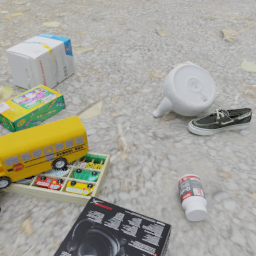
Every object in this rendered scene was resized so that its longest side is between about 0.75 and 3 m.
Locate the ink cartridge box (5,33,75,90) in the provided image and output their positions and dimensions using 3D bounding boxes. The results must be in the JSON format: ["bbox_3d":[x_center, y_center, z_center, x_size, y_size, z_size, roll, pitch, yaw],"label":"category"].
[{"bbox_3d":[-3.603,-2.774,11.807,1.606,1.634,2.220,18,42,21],"label":"ink cartridge box"}]

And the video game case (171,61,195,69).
[{"bbox_3d":[2.744,-2.777,13.031,1.083,0.124,0.985,-21,43,-24],"label":"video game case"}]

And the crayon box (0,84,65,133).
[{"bbox_3d":[-3.491,-0.716,10.019,1.273,0.624,2.142,26,45,29],"label":"crayon box"}]

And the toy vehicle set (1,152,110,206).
[{"bbox_3d":[-1.951,1.230,7.796,2.604,0.345,1.618,7,39,9],"label":"toy vehicle set"}]

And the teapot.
[{"bbox_3d":[2.089,-1.236,10.105,2.007,1.466,1.981,14,67,-10],"label":"teapot"}]

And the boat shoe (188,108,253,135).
[{"bbox_3d":[3.109,-0.319,9.451,2.232,0.711,0.789,-9,39,-11],"label":"boat shoe"}]

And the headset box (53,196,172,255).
[{"bbox_3d":[-0.447,2.790,5.311,1.888,0.980,2.538,14,41,17],"label":"headset box"}]

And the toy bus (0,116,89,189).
[{"bbox_3d":[-2.480,0.617,7.400,2.759,1.080,0.898,-17,42,-21],"label":"toy bus"}]

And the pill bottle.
[{"bbox_3d":[1.609,1.723,6.964,0.607,0.607,1.048,0,39,-1],"label":"pill bottle"}]
